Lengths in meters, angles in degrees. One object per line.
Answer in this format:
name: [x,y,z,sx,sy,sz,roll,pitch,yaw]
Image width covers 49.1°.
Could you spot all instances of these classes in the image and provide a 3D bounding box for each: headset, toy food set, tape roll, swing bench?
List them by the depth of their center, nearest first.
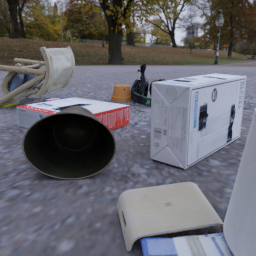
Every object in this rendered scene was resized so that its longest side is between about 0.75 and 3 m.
tape roll: [2.053,0.672,2.597,2.002,1.375,2.002,10,14,-2]
toy food set: [0.515,1.125,3.565,1.222,0.369,0.877,-7,23,-7]
swing bench: [-3.932,-2.216,11.817,2.945,1.911,2.929,-9,14,11]
headset: [0.975,-1.869,12.456,1.836,1.397,2.973,-2,26,-10]

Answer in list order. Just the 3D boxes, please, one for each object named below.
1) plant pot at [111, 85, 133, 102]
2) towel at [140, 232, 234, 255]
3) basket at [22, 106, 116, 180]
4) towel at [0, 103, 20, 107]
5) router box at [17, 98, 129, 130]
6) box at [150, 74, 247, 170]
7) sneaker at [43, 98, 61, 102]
plant pot: [-0.268,-1.605,12.810,1.006,0.704,1.006,1,15,0]
towel: [0.994,1.419,2.633,1.671,0.199,1.227,-1,15,-4]
basket: [-1.093,0.150,5.594,1.572,1.186,1.743,1,11,-8]
towel: [-4.935,-0.978,11.696,0.365,0.077,0.849,4,16,17]
router box: [-1.622,-0.366,8.381,2.517,0.615,2.259,11,19,36]
box: [1.681,-0.323,6.298,0.848,1.644,2.819,13,19,39]
sneaker: [-2.693,-0.877,10.082,0.521,0.485,1.207,27,8,20]
